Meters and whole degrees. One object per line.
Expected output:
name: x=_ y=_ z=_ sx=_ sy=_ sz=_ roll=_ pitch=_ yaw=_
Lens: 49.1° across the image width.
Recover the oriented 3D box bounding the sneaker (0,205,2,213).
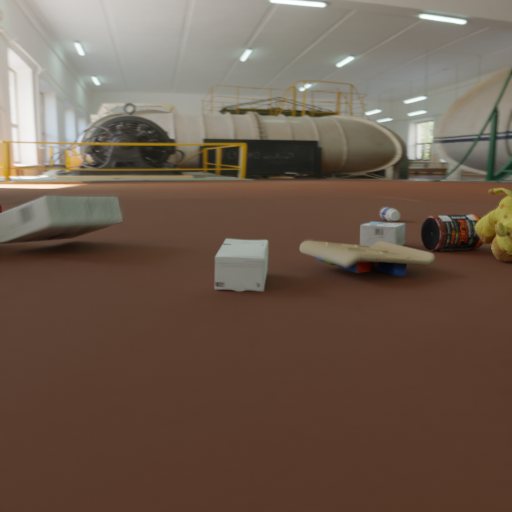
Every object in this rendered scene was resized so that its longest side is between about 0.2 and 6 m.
sneaker: x=-6.011 y=-0.619 z=10.114 sx=1.216 sy=1.152 sz=2.960 roll=6 pitch=11 yaw=35

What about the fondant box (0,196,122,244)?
fondant box: x=-3.676 y=-0.683 z=10.526 sx=1.366 sy=0.551 sz=1.893 roll=-15 pitch=-2 yaw=25

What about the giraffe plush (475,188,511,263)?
giraffe plush: x=4.288 y=-0.365 z=9.201 sx=1.250 sy=1.449 sz=1.175 roll=8 pitch=41 yaw=18

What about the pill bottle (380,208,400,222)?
pill bottle: x=3.688 y=-1.126 z=15.377 sx=0.366 sy=0.366 sz=0.660 roll=-1 pitch=9 yaw=-8

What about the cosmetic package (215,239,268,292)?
cosmetic package: x=-0.179 y=0.109 z=7.678 sx=0.660 sy=0.474 sz=1.169 roll=2 pitch=12 yaw=2

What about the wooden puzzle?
wooden puzzle: x=1.632 y=0.040 z=8.444 sx=1.542 sy=0.357 sz=1.428 roll=-1 pitch=10 yaw=-25

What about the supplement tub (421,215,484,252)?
supplement tub: x=3.785 y=-0.439 z=10.459 sx=1.272 sy=0.680 sz=0.680 roll=-4 pitch=10 yaw=-16

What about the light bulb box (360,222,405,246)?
light bulb box: x=2.471 y=-0.403 z=10.913 sx=0.707 sy=0.445 sz=0.713 roll=5 pitch=11 yaw=29
